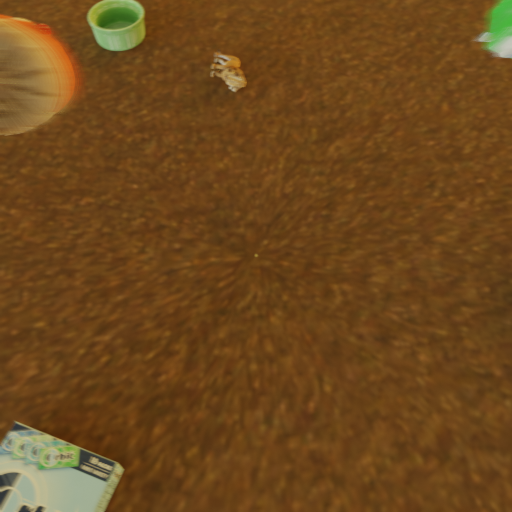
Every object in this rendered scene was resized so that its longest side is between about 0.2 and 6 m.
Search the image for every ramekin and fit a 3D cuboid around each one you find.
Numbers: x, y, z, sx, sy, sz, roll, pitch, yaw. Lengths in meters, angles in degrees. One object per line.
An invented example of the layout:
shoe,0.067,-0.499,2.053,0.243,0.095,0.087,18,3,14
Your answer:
ramekin,-2.689,-4.499,10.937,1.059,0.518,1.059,0,57,0

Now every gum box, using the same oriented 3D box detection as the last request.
gum box,-2.483,2.873,6.216,1.373,0.360,1.616,17,59,11

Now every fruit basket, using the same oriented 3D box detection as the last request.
fruit basket,3.486,-2.539,6.223,1.550,1.436,0.727,12,90,-1

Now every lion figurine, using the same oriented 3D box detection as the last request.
lion figurine,-0.478,-3.490,10.376,0.646,0.382,1.054,8,53,-4

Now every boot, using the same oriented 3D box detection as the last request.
boot,-2.553,-2.088,5.889,3.004,1.127,1.611,20,38,38
